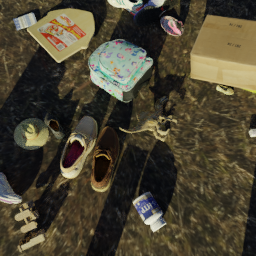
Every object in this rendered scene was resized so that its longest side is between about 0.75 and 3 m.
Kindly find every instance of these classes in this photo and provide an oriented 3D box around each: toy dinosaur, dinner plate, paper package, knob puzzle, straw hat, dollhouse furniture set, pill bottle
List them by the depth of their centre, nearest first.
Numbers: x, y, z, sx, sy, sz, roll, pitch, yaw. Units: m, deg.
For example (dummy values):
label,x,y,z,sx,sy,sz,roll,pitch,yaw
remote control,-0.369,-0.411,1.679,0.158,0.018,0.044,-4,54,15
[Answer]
label,x,y,z,sx,sy,sz,roll,pitch,yaw
dollhouse furniture set,-3.359,3.204,9.201,0.831,1.173,1.277,-23,97,-12
pill bottle,0.763,2.865,9.568,0.711,0.711,1.187,-29,68,-13
toy dinosaur,0.912,-0.143,10.857,1.500,0.863,2.966,36,48,15
straw hat,-3.854,0.096,10.954,1.443,0.611,1.443,0,65,0
paper package,4.314,-3.218,11.771,2.828,1.463,2.695,16,64,22
knob puzzle,-2.833,-4.574,13.279,3.193,0.443,3.193,0,64,0
dinner plate,2.086,-4.859,13.425,1.241,0.150,1.241,11,61,-19

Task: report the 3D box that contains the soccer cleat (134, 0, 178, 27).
label,x,y,z,sx,sy,sz,roll,pitch,yaw
soccer cleat,1.239,-5.903,13.785,2.743,0.936,1.004,-39,47,-13

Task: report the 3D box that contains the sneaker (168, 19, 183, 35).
label,x,y,z,sx,sy,sz,roll,pitch,yaw
sneaker,2.238,-4.765,12.846,0.442,1.118,0.533,37,97,29

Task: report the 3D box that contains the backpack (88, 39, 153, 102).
label,x,y,z,sx,sy,sz,roll,pitch,yaw
backpack,-0.422,-2.526,11.642,2.409,1.813,2.138,31,68,19

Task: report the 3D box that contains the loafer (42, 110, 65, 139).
label,x,y,z,sx,sy,sz,roll,pitch,yaw
loafer,-2.990,-0.222,11.153,0.519,0.515,1.425,-38,69,-15

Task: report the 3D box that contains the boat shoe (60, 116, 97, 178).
label,x,y,z,sx,sy,sz,roll,pitch,yaw
boat shoe,-1.826,0.586,10.552,0.954,0.895,2.587,13,65,6

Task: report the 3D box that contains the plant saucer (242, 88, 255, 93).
label,x,y,z,sx,sy,sz,roll,pitch,yaw
plant saucer,6.268,-2.409,12.186,2.280,0.546,2.277,22,67,12

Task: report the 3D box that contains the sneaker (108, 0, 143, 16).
label,x,y,z,sx,sy,sz,roll,pitch,yaw
sneaker,-0.123,-6.410,13.854,2.118,0.990,0.746,32,69,14

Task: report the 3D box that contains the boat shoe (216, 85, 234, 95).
label,x,y,z,sx,sy,sz,roll,pitch,yaw
boat shoe,4.170,-1.656,11.995,0.753,0.237,0.274,25,67,11

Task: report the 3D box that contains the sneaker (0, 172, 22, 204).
label,x,y,z,sx,sy,sz,roll,pitch,yaw
sneaker,-4.507,2.081,9.964,1.796,0.672,0.894,21,66,10

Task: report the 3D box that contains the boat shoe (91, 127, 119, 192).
label,x,y,z,sx,sy,sz,roll,pitch,yaw
boat shoe,-0.835,1.038,10.359,0.908,0.852,2.523,7,65,3

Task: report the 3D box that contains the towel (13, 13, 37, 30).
label,x,y,z,sx,sy,sz,roll,pitch,yaw
towel,-5.034,-5.241,13.783,1.053,0.125,0.773,-22,68,-8

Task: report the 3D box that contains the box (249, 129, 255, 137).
label,x,y,z,sx,sy,sz,roll,pitch,yaw
box,5.459,0.159,11.125,1.222,0.236,0.253,-5,65,-3
